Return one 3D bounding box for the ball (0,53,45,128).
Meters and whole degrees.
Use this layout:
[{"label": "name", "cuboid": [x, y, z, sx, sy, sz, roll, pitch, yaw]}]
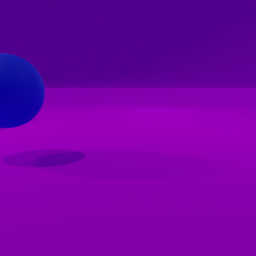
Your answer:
[{"label": "ball", "cuboid": [-1.808, -0.542, 4.163, 1.097, 1.097, 1.097, 0, 9, 0]}]
